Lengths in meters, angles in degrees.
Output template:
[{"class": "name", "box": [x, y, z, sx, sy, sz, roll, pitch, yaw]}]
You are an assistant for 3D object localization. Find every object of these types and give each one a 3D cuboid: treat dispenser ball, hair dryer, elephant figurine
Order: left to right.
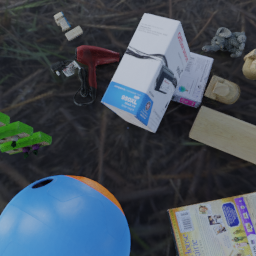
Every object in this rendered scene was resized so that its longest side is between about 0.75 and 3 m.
[{"class": "treat dispenser ball", "box": [-1.219, 2.164, 5.313, 2.523, 2.523, 2.523, 0, 66, 0]}, {"class": "hair dryer", "box": [-1.079, -1.681, 8.199, 2.011, 0.546, 1.532, -40, 95, -15]}, {"class": "elephant figurine", "box": [2.863, -2.588, 8.364, 1.148, 0.891, 0.812, 14, 105, 10]}]

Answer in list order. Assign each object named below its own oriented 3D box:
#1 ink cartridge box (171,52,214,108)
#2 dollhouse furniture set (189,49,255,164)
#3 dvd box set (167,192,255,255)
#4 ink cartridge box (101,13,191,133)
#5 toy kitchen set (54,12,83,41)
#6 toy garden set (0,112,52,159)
[{"class": "ink cartridge box", "box": [1.052, -1.641, 8.061, 2.458, 0.516, 1.467, 20, 72, 6]}, {"class": "dollhouse furniture set", "box": [3.317, -0.634, 7.664, 2.441, 2.092, 2.567, 22, 103, 10]}, {"class": "dvd box set", "box": [2.136, 2.459, 6.360, 2.194, 0.323, 1.605, -11, 66, -5]}, {"class": "ink cartridge box", "box": [0.537, -1.243, 6.760, 0.969, 1.664, 2.302, 23, 86, 24]}, {"class": "toy kitchen set", "box": [-1.832, -3.148, 8.691, 0.506, 0.688, 0.859, -32, 98, -5]}, {"class": "toy garden set", "box": [-3.202, 0.308, 5.711, 2.162, 2.593, 0.517, -14, 68, 16]}]
